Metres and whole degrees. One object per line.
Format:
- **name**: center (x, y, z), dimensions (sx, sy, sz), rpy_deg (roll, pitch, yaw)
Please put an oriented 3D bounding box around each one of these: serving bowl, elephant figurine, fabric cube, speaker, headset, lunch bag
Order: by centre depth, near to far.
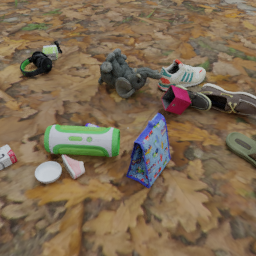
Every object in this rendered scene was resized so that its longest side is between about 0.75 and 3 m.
- **lunch bag**: center (0.733, 0.633, 9.110), dimensions (0.970, 2.061, 1.552), rpy_deg (23, 46, 24)
- **serving bowl**: center (-2.659, 1.541, 9.430), dimensions (0.871, 0.286, 0.871), rpy_deg (0, 41, 0)
- **speaker**: center (-1.592, 0.455, 10.002), dimensions (2.556, 1.130, 1.130), rpy_deg (3, 41, 3)
- **fabric cube**: center (1.997, -1.153, 11.677), dimensions (0.816, 0.803, 0.819), rpy_deg (16, 42, -25)
- **elephant figurine**: center (0.013, -2.272, 12.880), dimensions (2.521, 1.956, 1.784), rpy_deg (37, 86, 3)
- **headset**: center (-4.549, -3.610, 14.645), dimensions (2.398, 1.127, 1.481), rpy_deg (-32, 50, -17)

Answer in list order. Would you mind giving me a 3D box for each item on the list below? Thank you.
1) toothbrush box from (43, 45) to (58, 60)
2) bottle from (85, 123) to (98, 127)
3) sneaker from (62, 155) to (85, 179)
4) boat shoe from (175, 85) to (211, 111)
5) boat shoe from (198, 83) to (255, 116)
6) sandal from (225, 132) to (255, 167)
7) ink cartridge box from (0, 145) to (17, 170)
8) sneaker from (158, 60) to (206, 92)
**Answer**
- **toothbrush box**: center (-4.409, -4.265, 15.896), dimensions (0.760, 0.449, 1.044), rpy_deg (-7, 43, -7)
- **bottle**: center (-1.277, 0.093, 11.026), dimensions (0.858, 0.358, 0.280), rpy_deg (19, 23, 18)
- **sneaker**: center (-1.862, 1.258, 9.677), dimensions (0.555, 0.400, 1.062), rpy_deg (-24, 51, -26)
- **boat shoe**: center (2.612, -1.288, 12.195), dimensions (0.685, 0.745, 2.085), rpy_deg (-11, 35, -40)
- **boat shoe**: center (4.280, -1.071, 11.889), dimensions (2.856, 1.026, 0.850), rpy_deg (26, 53, 31)
- **sandal**: center (4.766, 0.868, 9.790), dimensions (2.853, 0.814, 1.133), rpy_deg (31, 50, 30)
- **ink cartridge box**: center (-4.505, 1.091, 9.863), dimensions (0.922, 0.384, 0.669), rpy_deg (-31, 50, -30)
- **sneaker**: center (2.693, -2.690, 13.481), dimensions (2.723, 1.273, 0.959), rpy_deg (-18, 44, -19)
